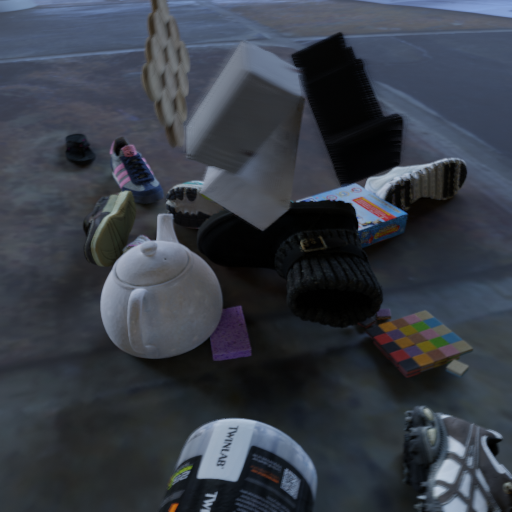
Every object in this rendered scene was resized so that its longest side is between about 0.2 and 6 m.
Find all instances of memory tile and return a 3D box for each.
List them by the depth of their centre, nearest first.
[{"bbox_3d":[-1.580,-3.311,9.948,0.201,1.836,2.395,-6,63,11],"label":"memory tile"}]

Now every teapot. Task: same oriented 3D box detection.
[{"bbox_3d":[-1.552,0.496,8.801,2.084,1.542,2.111,-31,42,-31],"label":"teapot"}]

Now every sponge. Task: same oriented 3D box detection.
[{"bbox_3d":[-0.454,1.235,9.059,0.608,0.163,1.091,-7,35,-7],"label":"sponge"}]

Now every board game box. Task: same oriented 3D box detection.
[{"bbox_3d":[1.978,-0.825,11.853,1.660,0.474,1.696,-18,38,-26],"label":"board game box"}]

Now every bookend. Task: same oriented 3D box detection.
[{"bbox_3d":[1.542,-2.929,10.096,1.247,2.707,2.690,-21,-11,10],"label":"bookend"}]

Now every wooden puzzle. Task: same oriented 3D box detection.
[{"bbox_3d":[2.518,1.343,8.806,1.170,0.139,1.973,-15,29,-16],"label":"wooden puzzle"}]

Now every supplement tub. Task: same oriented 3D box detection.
[{"bbox_3d":[-0.337,2.959,5.280,1.531,1.531,2.500,7,34,11],"label":"supplement tub"}]

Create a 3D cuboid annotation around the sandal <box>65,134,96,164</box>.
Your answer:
[{"bbox_3d":[-4.822,-2.976,15.056,0.737,0.469,1.960,-14,36,-20],"label":"sandal"}]

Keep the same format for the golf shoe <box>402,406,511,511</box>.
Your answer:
[{"bbox_3d":[2.296,2.778,5.979,1.308,1.077,2.769,5,35,8],"label":"golf shoe"}]

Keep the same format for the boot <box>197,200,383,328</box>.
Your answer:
[{"bbox_3d":[0.456,0.158,9.751,3.189,1.200,2.384,-8,44,8],"label":"boot"}]

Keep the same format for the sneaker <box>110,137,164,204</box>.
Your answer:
[{"bbox_3d":[-2.911,-2.033,13.196,0.835,0.977,2.382,-20,39,-27],"label":"sneaker"}]

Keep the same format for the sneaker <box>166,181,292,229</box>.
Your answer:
[{"bbox_3d":[-0.402,-1.119,11.778,3.038,1.177,1.210,14,28,20],"label":"sneaker"}]

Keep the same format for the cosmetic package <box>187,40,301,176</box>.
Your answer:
[{"bbox_3d":[-0.206,-1.888,7.374,0.853,1.598,0.720,17,50,-26],"label":"cosmetic package"}]

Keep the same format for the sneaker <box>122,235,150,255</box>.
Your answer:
[{"bbox_3d":[-1.973,0.086,10.489,1.392,0.566,0.614,17,38,38],"label":"sneaker"}]

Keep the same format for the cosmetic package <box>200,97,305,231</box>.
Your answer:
[{"bbox_3d":[0.023,-2.046,10.043,1.321,0.810,3.200,29,45,-20],"label":"cosmetic package"}]

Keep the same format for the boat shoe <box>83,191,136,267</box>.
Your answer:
[{"bbox_3d":[-3.031,-0.536,11.164,0.815,0.886,2.480,-6,31,7],"label":"boat shoe"}]

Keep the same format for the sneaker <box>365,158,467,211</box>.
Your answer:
[{"bbox_3d":[3.712,-1.748,12.890,2.649,0.995,1.074,-16,28,-23],"label":"sneaker"}]
